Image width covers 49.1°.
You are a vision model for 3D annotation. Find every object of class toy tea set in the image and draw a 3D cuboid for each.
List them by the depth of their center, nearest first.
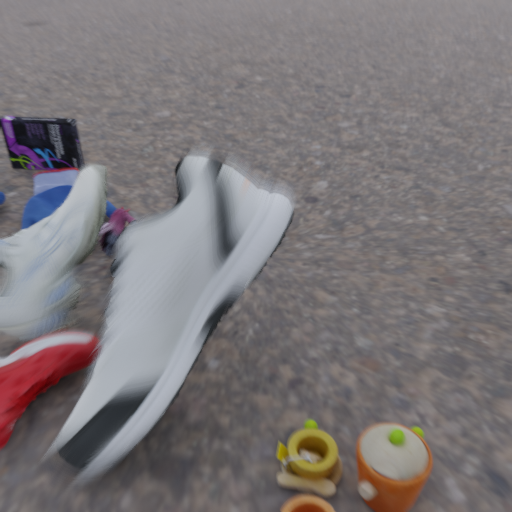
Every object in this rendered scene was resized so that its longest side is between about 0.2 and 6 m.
[{"bbox_3d":[0.830,2.342,4.882,1.477,0.919,2.484,4,33,7],"label":"toy tea set"}]

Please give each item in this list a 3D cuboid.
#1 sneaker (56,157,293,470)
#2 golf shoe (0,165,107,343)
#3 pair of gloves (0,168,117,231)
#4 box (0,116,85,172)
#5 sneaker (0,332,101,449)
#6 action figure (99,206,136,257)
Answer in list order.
[{"bbox_3d":[-1.123,0.516,6.012,3.567,1.427,1.315,-58,16,-11],"label":"sneaker"},{"bbox_3d":[-2.766,-0.182,7.397,1.273,1.025,2.619,18,66,-12],"label":"golf shoe"},{"bbox_3d":[-4.425,-0.655,10.036,3.803,0.433,3.057,-11,36,-14],"label":"pair of gloves"},{"bbox_3d":[-4.581,-2.398,12.040,1.607,1.149,0.290,2,36,4],"label":"box"},{"bbox_3d":[-2.635,1.622,6.426,1.881,0.737,1.087,-17,50,-17],"label":"sneaker"},{"bbox_3d":[-2.380,-0.507,9.399,0.663,0.737,0.990,-13,47,22],"label":"action figure"}]
